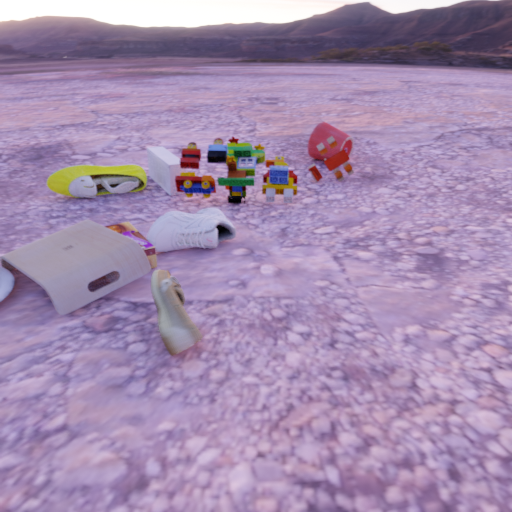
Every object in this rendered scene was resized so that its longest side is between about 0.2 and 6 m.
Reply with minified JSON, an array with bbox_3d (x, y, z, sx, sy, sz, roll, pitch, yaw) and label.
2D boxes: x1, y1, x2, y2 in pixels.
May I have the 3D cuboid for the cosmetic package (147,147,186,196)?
[{"bbox_3d":[-2.561,-2.468,16.025,0.545,0.888,2.151,-12,28,-23],"label":"cosmetic package"}]

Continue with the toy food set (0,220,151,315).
[{"bbox_3d":[-3.456,0.190,10.583,1.862,0.784,2.595,-30,33,-34],"label":"toy food set"}]

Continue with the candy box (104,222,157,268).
[{"bbox_3d":[-2.790,-0.158,11.473,0.981,0.475,1.682,-14,26,-26],"label":"candy box"}]

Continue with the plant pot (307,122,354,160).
[{"bbox_3d":[2.482,-3.619,18.315,1.127,1.274,1.274,28,35,29],"label":"plant pot"}]

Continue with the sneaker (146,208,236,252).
[{"bbox_3d":[-1.300,-0.495,11.876,2.065,0.804,1.026,-19,34,-34],"label":"sneaker"}]

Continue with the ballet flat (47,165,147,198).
[{"bbox_3d":[-4.210,-1.971,15.100,2.648,0.885,0.888,-10,45,-25],"label":"ballet flat"}]

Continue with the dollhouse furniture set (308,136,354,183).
[{"bbox_3d":[2.129,-2.638,16.259,1.185,1.198,0.617,-32,24,12],"label":"dollhouse furniture set"}]

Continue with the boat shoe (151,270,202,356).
[{"bbox_3d":[-1.272,0.803,8.896,0.572,0.663,1.817,-21,34,-2],"label":"boat shoe"}]

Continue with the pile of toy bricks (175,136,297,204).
[{"bbox_3d":[-0.483,-2.448,14.539,3.167,1.757,1.563,2,52,2],"label":"pile of toy bricks"}]

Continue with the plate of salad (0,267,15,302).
[{"bbox_3d":[-5.618,0.557,9.731,2.610,0.627,2.610,1,25,0],"label":"plate of salad"}]
